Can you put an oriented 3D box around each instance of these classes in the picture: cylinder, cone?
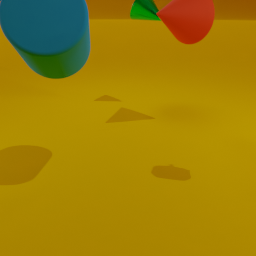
[{"bbox_3d":[-1.229,-1.530,4.464,1.224,1.224,1.224,-3,-5,-7],"label":"cylinder"},{"bbox_3d":[0.732,-3.555,8.641,0.971,0.968,0.968,37,33,10],"label":"cone"},{"bbox_3d":[1.160,-2.778,6.914,1.387,1.382,1.382,-16,28,-41],"label":"cone"}]
